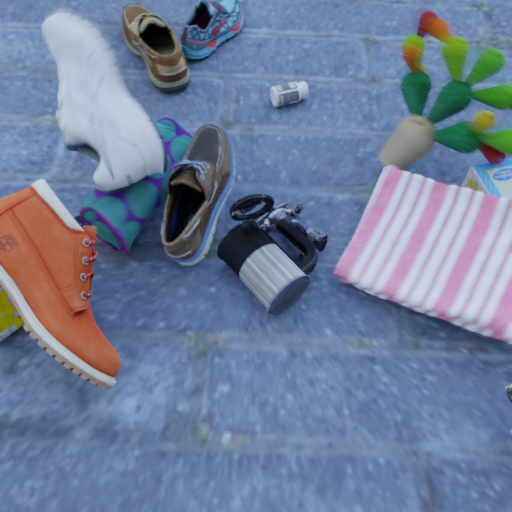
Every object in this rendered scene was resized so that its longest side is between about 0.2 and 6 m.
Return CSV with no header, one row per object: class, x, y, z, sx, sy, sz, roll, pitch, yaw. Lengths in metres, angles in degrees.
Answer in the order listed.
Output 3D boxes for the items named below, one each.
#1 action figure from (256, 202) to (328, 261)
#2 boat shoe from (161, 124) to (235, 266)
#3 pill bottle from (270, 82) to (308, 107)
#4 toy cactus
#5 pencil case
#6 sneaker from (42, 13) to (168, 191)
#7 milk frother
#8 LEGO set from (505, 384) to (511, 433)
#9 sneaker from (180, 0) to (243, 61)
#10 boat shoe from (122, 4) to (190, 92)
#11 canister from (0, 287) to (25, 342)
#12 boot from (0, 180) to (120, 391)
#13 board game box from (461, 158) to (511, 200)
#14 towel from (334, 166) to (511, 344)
action figure,0.526,-0.469,8.784,0.829,0.442,1.274,-39,61,-16
boat shoe,-0.865,-1.018,8.289,0.813,0.815,2.251,4,75,18
pill bottle,0.618,-3.034,10.468,0.656,0.382,0.382,-15,58,-10
toy cactus,2.967,-2.333,9.003,1.461,2.357,2.857,-5,54,-53
pencil case,-1.799,-1.131,8.830,0.962,1.045,2.261,29,61,6
sneaker,-2.351,-2.185,7.887,1.209,1.034,2.776,-31,82,-12
milk frother,0.143,-0.058,7.888,1.204,1.334,1.255,-46,65,3
LEGO set,4.569,1.278,6.897,3.425,2.224,0.971,-8,26,-5
sneaker,-0.846,-4.772,11.276,0.751,0.905,1.894,25,61,16
boat shoe,-1.971,-4.279,10.950,0.936,0.914,2.474,-25,60,-15
canister,-3.328,0.447,7.804,1.425,1.058,0.617,-40,52,-21
boot,-2.418,0.389,7.199,1.507,1.055,2.811,-39,103,-18
board game box,6.019,-0.353,8.456,4.819,0.825,3.240,-11,57,-7
towel,2.714,-0.110,7.883,2.739,0.410,2.004,20,74,26
